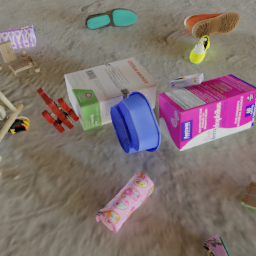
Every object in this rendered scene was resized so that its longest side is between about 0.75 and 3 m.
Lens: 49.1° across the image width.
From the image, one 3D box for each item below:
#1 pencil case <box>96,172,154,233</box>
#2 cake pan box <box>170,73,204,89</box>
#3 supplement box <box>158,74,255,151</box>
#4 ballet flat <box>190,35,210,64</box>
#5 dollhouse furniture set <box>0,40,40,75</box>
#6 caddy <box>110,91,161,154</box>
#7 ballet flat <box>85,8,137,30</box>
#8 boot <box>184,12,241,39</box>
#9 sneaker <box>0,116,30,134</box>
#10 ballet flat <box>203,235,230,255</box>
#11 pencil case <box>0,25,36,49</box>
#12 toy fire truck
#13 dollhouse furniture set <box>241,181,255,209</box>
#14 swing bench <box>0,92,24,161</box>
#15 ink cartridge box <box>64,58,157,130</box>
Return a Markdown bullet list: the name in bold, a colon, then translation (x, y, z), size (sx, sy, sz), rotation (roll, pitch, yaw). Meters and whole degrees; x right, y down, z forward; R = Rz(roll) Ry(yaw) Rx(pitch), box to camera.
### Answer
- **pencil case**: translation (-0.051, 1.875, 7.199), size (0.725, 0.725, 1.659), rotation (31, 54, 27)
- **cake pan box**: translation (1.898, -1.521, 9.054), size (0.973, 0.254, 0.896), rotation (-6, 14, 27)
- **supplement box**: translation (2.498, -0.555, 8.898), size (2.785, 1.409, 1.439), rotation (-17, 35, -14)
- **ballet flat**: translation (3.247, -3.587, 12.581), size (0.631, 0.633, 1.887), rotation (20, 49, 18)
- **dollhouse furniture set**: translation (-4.822, -2.857, 11.708), size (1.507, 0.863, 1.768), rotation (-30, 53, -26)
- **caddy**: translation (0.282, -0.130, 8.340), size (0.997, 1.343, 1.899), rotation (-18, 89, -29)
- **ballet flat**: translation (-0.905, -5.743, 14.543), size (2.712, 0.922, 0.927), rotation (-9, 36, -9)
- **boot**: translation (4.252, -5.421, 14.161), size (2.774, 1.041, 1.488), rotation (-15, 42, -13)
- **sneaker**: translation (-3.921, -0.047, 9.247), size (1.266, 0.443, 0.570), rotation (-8, 43, -10)
- **ballet flat**: translation (2.168, 3.200, 6.062), size (0.616, 0.598, 1.731), rotation (-27, 44, 0)
- **pencil case**: translation (-5.363, -4.124, 12.884), size (2.251, 0.962, 0.945), rotation (-13, 51, -11)
- **toy fire truck**: translation (-2.307, -0.588, 9.112), size (0.799, 1.425, 1.197), rotation (-39, 53, -4)
- **dollhouse furniture set**: translation (3.881, 2.036, 7.360), size (1.603, 0.619, 0.801), rotation (11, 51, 38)
- **swing bench**: translation (-5.176, -0.071, 8.216), size (2.861, 1.866, 2.877), rotation (10, 67, 8)
- **ink cartridge box**: translation (-0.612, -1.293, 9.961), size (2.731, 1.152, 1.995), rotation (-18, 48, -16)
